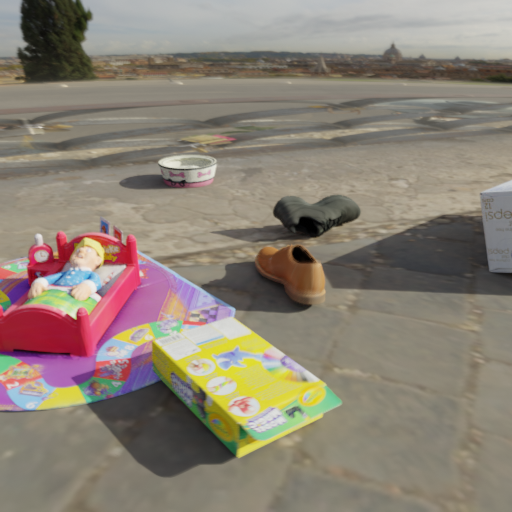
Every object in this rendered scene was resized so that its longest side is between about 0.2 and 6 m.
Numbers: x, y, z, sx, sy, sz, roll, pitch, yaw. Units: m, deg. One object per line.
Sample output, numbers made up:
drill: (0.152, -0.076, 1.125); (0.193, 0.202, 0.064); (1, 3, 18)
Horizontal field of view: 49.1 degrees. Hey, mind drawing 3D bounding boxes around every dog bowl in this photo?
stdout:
dog bowl: (-2.036, -2.518, 16.749); (1.740, 0.642, 1.740); (-1, 22, 0)

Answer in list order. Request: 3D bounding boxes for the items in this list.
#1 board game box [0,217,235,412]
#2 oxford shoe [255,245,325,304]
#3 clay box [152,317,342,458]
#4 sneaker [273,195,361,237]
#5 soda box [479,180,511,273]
board game box: (-3.103, 0.442, 9.175); (4.256, 1.049, 5.387); (-17, 28, -36)
oxford shoe: (0.636, 0.119, 10.177); (0.815, 0.814, 2.285); (-4, 16, -24)
clay box: (-0.184, 1.593, 6.957); (1.315, 0.545, 2.288); (-13, 29, -35)
sneaker: (1.474, -0.829, 12.748); (2.132, 0.810, 0.968); (-6, 42, -20)
soda box: (6.552, -1.039, 11.564); (4.810, 1.638, 1.531); (-19, 13, -38)
